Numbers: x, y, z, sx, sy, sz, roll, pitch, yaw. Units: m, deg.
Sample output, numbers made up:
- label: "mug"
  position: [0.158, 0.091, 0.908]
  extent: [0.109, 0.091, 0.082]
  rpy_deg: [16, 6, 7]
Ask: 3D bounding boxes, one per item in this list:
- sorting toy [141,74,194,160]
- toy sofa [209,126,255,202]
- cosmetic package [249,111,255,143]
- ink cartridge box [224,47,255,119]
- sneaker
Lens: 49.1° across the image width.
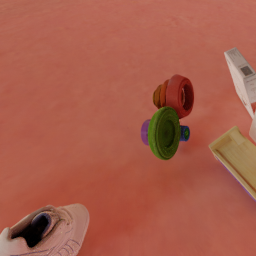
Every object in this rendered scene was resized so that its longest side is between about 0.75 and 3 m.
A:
- label: "sorting toy"
  position: [0.800, -0.221, 6.476]
  extent: [0.921, 1.348, 2.244]
  rpy_deg: [3, 47, 37]
- label: "toy sofa"
  position: [2.480, 0.871, 5.502]
  extent: [0.757, 0.892, 1.827]
  rpy_deg: [-38, 40, 6]
- label: "cosmetic package"
  position: [4.177, -0.387, 5.333]
  extent: [2.288, 2.751, 2.302]
  rpy_deg: [-9, 39, -8]
- label: "ink cartridge box"
  position: [3.222, -1.196, 7.679]
  extent: [0.378, 1.507, 1.736]
  rpy_deg: [-23, 34, 17]
- label: "sneaker"
  position: [-1.066, 1.478, 3.902]
  extent: [0.765, 0.895, 2.054]
  rpy_deg: [33, 15, 14]
